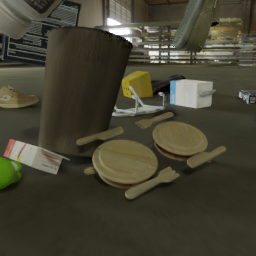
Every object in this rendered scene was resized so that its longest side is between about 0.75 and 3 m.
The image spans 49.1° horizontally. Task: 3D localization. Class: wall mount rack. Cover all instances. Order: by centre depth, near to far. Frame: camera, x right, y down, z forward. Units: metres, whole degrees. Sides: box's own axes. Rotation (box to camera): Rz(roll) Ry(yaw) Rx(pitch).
[{"bbox_3d":[0.211,-1.044,10.649,2.376,0.886,2.064,-11,17,-38],"label":"wall mount rack"}]

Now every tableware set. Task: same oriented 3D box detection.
[{"bbox_3d":[0.493,0.529,5.437,2.552,0.511,1.687,-18,40,-34],"label":"tableware set"}]

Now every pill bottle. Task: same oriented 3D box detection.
[{"bbox_3d":[-1.505,-2.629,4.645,2.211,1.258,1.258,-40,9,12],"label":"pill bottle"}]

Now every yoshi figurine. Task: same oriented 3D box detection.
[{"bbox_3d":[-2.503,0.671,4.434,1.601,0.900,0.896,5,32,-27],"label":"yoshi figurine"}]

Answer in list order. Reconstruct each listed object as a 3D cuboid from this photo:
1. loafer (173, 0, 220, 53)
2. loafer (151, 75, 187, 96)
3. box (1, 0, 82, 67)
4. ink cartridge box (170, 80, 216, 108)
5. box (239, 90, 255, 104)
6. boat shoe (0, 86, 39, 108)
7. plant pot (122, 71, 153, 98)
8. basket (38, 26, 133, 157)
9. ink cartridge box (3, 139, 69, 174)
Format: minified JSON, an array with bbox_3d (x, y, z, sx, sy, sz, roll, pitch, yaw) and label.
[{"bbox_3d":[1.916,-2.873,7.154,0.801,2.299,0.865,29,-9,-15],"label":"loafer"},{"bbox_3d":[2.155,-2.195,15.198,2.765,0.994,0.871,-13,42,-25],"label":"loafer"},{"bbox_3d":[-3.174,-3.511,10.050,2.396,2.376,1.476,5,19,-27],"label":"box"},{"bbox_3d":[2.742,-1.456,11.841,1.060,1.032,1.648,-12,19,-37],"label":"ink cartridge box"},{"bbox_3d":[6.016,-1.427,12.886,1.363,0.430,1.729,2,15,7],"label":"box"},{"bbox_3d":[-5.084,-1.321,11.683,2.635,0.856,0.950,0,15,2],"label":"boat shoe"},{"bbox_3d":[0.390,-2.111,14.152,1.110,1.259,1.259,-19,22,-23],"label":"plant pot"},{"bbox_3d":[-1.014,-0.673,5.923,1.606,2.361,2.129,9,0,-43],"label":"basket"},{"bbox_3d":[-1.699,0.552,5.223,1.102,0.372,0.642,10,-14,36],"label":"ink cartridge box"}]
